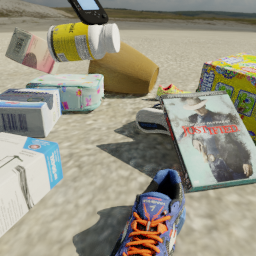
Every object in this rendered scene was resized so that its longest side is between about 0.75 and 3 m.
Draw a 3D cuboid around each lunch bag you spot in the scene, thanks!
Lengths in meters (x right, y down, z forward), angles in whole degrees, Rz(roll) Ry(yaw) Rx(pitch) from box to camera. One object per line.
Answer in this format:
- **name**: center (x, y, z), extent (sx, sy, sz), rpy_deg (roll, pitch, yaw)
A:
- **lunch bag**: center (-2.280, -1.434, 10.896), extent (2.826, 1.089, 2.267), rpy_deg (1, 21, 2)

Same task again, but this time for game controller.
- **game controller**: center (-1.072, -2.989, 6.349), extent (0.331, 1.574, 0.821), rpy_deg (-36, -6, 36)

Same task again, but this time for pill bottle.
- **pill bottle**: center (-1.229, -2.459, 7.973), extent (1.888, 1.051, 1.051), rpy_deg (-1, 23, 13)

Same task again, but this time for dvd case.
- **dvd case**: center (1.955, 0.164, 6.706), extent (1.886, 0.284, 2.583), rpy_deg (-5, 54, -11)

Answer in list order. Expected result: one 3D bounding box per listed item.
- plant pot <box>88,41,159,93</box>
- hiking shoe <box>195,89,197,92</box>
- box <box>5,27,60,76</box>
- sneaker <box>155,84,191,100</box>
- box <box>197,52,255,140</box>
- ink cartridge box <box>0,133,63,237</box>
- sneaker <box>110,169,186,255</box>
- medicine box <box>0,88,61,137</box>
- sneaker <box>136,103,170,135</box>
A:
- **plant pot**: center (-0.048, -2.510, 12.255), extent (2.591, 2.415, 2.415), rpy_deg (22, 29, 14)
- **hiking shoe**: center (3.315, -1.173, 11.086), extent (0.643, 0.552, 1.483), rpy_deg (-13, 37, -34)
- **box**: center (-3.026, -2.474, 9.236), extent (0.849, 0.997, 1.559), rpy_deg (28, 9, 24)
- **sneaker**: center (1.904, -1.471, 11.481), extent (1.528, 0.690, 0.597), rpy_deg (0, 22, -4)
- **box**: center (4.064, -1.057, 8.783), extent (2.750, 1.742, 2.855), rpy_deg (28, 36, 35)
- **ink cartridge box**: center (-2.602, 1.036, 5.397), extent (1.649, 0.952, 2.259), rpy_deg (9, 25, 19)
- **sneaker**: center (0.298, 1.508, 4.215), extent (0.996, 1.037, 2.644), rpy_deg (6, 24, 16)
- **medicine box**: center (-3.266, -0.547, 8.959), extent (1.782, 1.007, 1.956), rpy_deg (1, 24, 1)
- **sneaker**: center (1.736, -0.285, 8.369), extent (2.747, 1.004, 1.537), rpy_deg (17, 29, 35)
